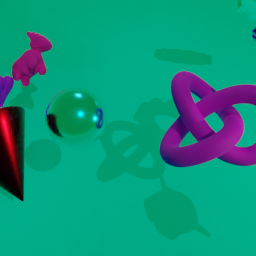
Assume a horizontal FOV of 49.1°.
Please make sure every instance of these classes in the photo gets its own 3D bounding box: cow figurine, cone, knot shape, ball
[{"bbox_3d":[-3.461,-0.741,6.145,1.573,0.863,1.547,32,101,3],"label":"cow figurine"},{"bbox_3d":[-1.781,0.514,4.008,1.213,1.213,1.217,-28,86,-14],"label":"cone"},{"bbox_3d":[-2.200,-1.603,6.350,1.083,0.594,1.065,-32,57,13],"label":"cow figurine"},{"bbox_3d":[1.405,-0.240,4.806,2.061,0.952,1.929,-15,54,-5],"label":"knot shape"},{"bbox_3d":[-0.804,-0.151,4.385,0.959,0.959,0.959,0,63,0],"label":"ball"}]

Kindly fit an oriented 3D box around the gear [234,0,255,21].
[{"bbox_3d":[3.308,-3.244,6.327,1.759,1.759,0.325,4,62,2],"label":"gear"}]

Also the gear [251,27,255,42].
[{"bbox_3d":[2.916,-1.022,4.661,0.372,2.011,2.011,-44,65,21],"label":"gear"}]
